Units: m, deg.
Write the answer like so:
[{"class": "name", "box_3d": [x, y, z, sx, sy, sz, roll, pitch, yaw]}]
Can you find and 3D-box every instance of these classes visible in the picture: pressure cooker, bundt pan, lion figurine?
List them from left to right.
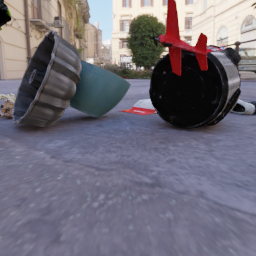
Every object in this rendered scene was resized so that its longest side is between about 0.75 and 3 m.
[{"class": "lion figurine", "box_3d": [-3.815, -0.569, 9.912, 1.749, 0.634, 1.071, 17, 7, 11]}, {"class": "bundt pan", "box_3d": [-2.352, -1.327, 8.407, 1.114, 2.969, 2.969, 22, -1, -31]}, {"class": "pressure cooker", "box_3d": [2.219, -1.346, 8.754, 2.399, 2.437, 2.728, 4, 13, 31]}]

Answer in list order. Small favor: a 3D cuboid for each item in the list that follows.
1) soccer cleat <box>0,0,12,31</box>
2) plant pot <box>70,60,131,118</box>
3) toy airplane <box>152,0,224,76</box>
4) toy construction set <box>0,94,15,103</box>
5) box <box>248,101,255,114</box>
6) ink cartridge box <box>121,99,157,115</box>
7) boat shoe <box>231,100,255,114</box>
[{"class": "soccer cleat", "box_3d": [-3.809, -3.397, 8.127, 0.935, 0.779, 2.308, -6, 50, 1]}, {"class": "plant pot", "box_3d": [-1.260, -1.269, 9.865, 2.301, 1.550, 2.301, 23, 1, -1]}, {"class": "toy airplane", "box_3d": [1.272, -1.920, 6.545, 0.359, 1.950, 1.950, -38, 31, -27]}, {"class": "toy construction set", "box_3d": [-5.825, -1.264, 12.112, 1.299, 0.912, 1.981, -21, -9, 33]}, {"class": "box", "box_3d": [5.240, -0.796, 10.957, 0.894, 0.466, 0.662, -7, 14, -28]}, {"class": "ink cartridge box", "box_3d": [0.799, -0.906, 11.635, 1.818, 0.455, 1.463, -8, 14, -40]}, {"class": "boat shoe", "box_3d": [4.303, -0.875, 11.179, 0.545, 0.534, 1.530, 0, 14, -23]}]
